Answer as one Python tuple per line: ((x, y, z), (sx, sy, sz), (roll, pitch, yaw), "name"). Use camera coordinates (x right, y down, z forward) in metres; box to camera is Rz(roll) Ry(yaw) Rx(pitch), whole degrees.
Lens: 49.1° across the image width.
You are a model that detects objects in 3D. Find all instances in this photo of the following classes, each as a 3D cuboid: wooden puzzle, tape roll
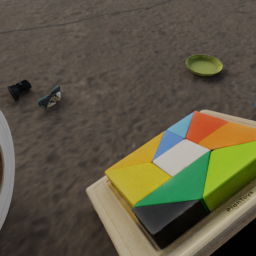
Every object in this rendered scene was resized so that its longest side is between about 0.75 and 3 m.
((0.770, 0.560, 4.029), (2.728, 0.549, 2.949), (-33, 16, -12), "wooden puzzle")
((-3.693, 0.887, 5.338), (2.021, 2.943, 2.943), (0, 45, -1), "tape roll")

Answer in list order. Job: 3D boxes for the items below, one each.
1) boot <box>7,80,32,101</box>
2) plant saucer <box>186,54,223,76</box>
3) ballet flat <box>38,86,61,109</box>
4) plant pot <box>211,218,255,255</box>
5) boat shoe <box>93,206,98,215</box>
((-3.579, -1.295, 9.372), (0.722, 0.328, 0.859), (-27, 45, -20), "boot")
((2.837, -2.324, 10.501), (1.354, 0.210, 1.354), (0, 44, 0), "plant saucer")
((-2.439, -0.964, 9.059), (0.411, 0.411, 1.126), (17, 41, 17), "ballet flat")
((1.632, 1.943, 4.862), (2.339, 2.030, 2.339), (-3, 44, 3), "plant pot")
((-0.131, 1.879, 6.007), (1.565, 0.578, 0.592), (25, 50, 23), "boat shoe")
